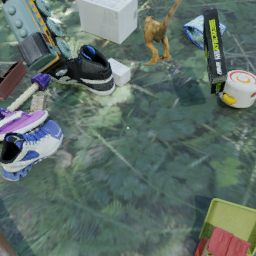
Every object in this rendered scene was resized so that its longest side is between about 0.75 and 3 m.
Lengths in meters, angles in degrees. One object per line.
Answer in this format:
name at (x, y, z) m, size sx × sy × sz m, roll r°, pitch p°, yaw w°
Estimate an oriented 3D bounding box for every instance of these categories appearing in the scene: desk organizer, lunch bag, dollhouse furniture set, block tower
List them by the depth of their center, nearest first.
dollhouse furniture set at (1.697, 3.167, 5.782) m, size 0.792 × 1.049 × 1.948 m, roll 27°, pitch 59°, yaw 13°
block tower at (-2.908, -0.461, 8.996) m, size 0.399 × 0.373 × 1.382 m, roll -4°, pitch 53°, yaw -4°
desk organizer at (-4.254, -1.744, 9.833) m, size 0.562 × 0.603 × 1.567 m, roll 14°, pitch 54°, yaw 11°
lunch bag at (3.067, -3.974, 11.405) m, size 1.127 × 0.845 × 1.326 m, roll -35°, pitch 70°, yaw -24°

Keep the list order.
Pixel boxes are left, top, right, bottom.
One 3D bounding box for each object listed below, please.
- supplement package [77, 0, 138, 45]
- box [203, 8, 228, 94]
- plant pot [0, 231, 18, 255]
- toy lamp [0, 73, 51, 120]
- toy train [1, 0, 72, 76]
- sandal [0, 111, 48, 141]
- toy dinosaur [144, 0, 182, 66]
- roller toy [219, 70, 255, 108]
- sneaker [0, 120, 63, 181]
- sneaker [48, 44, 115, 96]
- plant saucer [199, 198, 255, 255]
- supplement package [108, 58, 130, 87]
supplement package at (-0.802, -4.722, 11.559) m, size 1.950 × 1.480 × 1.469 m, roll 25°, pitch 57°, yaw 18°
box at (2.328, -1.970, 7.591) m, size 0.432 × 1.817 × 1.754 m, roll -10°, pitch 82°, yaw 14°
plant pot at (-3.110, 2.835, 5.728) m, size 1.769 × 1.787 × 1.787 m, roll 37°, pitch 61°, yaw 16°
toy lamp at (-3.384, -1.097, 9.350) m, size 0.627 × 0.627 × 2.154 m, roll 22°, pitch 56°, yaw 16°
toy train at (-2.088, -2.170, 6.331) m, size 0.907 × 1.213 × 2.129 m, roll -28°, pitch 87°, yaw 16°
sandal at (-3.592, -0.116, 8.097) m, size 2.561 × 0.629 × 1.042 m, roll -17°, pitch 30°, yaw 7°
toy dinosaur at (0.620, -2.091, 6.223) m, size 0.733 × 1.289 × 2.427 m, roll -15°, pitch 21°, yaw -5°
roller toy at (3.673, -1.248, 9.268) m, size 1.169 × 0.896 × 1.282 m, roll 6°, pitch 43°, yaw 1°
sneaker at (-2.713, 0.450, 7.773) m, size 0.830 × 1.187 × 2.056 m, roll 33°, pitch 60°, yaw 18°
sneaker at (-1.755, -2.256, 9.599) m, size 2.844 × 1.591 × 1.039 m, roll 19°, pitch 55°, yaw 14°
plant saucer at (2.439, 2.237, 6.512) m, size 1.284 × 1.282 × 0.307 m, roll 15°, pitch 26°, yaw 12°
supplement package at (-0.430, -1.988, 10.055) m, size 0.904 × 0.548 × 0.541 m, roll 34°, pitch 60°, yaw 23°
